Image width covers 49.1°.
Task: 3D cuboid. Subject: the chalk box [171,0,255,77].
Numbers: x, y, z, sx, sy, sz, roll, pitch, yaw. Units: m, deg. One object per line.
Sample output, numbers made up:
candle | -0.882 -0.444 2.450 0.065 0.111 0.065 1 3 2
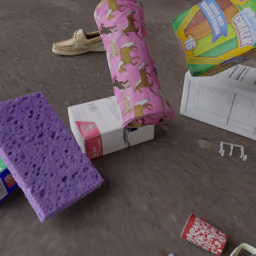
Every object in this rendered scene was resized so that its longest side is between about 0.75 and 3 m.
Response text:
chalk box | 2.408 -2.225 6.168 2.294 1.427 1.420 -23 -5 36

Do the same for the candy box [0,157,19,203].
candy box | -3.469 0.661 6.923 2.230 0.859 1.885 20 44 24

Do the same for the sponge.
sponge | -1.991 0.500 6.400 1.585 0.424 2.841 -27 72 -38

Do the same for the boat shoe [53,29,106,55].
boat shoe | -2.002 -3.914 12.463 2.774 0.960 1.023 -11 41 -14

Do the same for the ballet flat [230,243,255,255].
ballet flat | 2.472 2.345 5.019 2.420 0.821 0.911 -18 22 -19

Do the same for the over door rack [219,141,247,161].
over door rack | 2.738 0.638 7.367 0.608 0.274 0.823 11 20 13

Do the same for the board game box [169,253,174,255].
board game box | 0.945 2.873 4.792 0.676 0.128 1.313 -23 45 -28

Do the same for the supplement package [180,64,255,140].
supplement package | 3.132 -0.919 8.340 2.661 1.514 1.457 23 45 25

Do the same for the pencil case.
pencil case | 0.097 -1.324 5.704 1.112 1.162 2.686 -11 80 -23

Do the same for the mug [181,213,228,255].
mug | 1.539 2.046 5.523 0.776 0.518 0.689 24 47 22

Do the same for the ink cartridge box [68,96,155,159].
ink cartridge box | -0.463 -0.125 7.891 2.058 0.852 1.508 -16 42 -19
